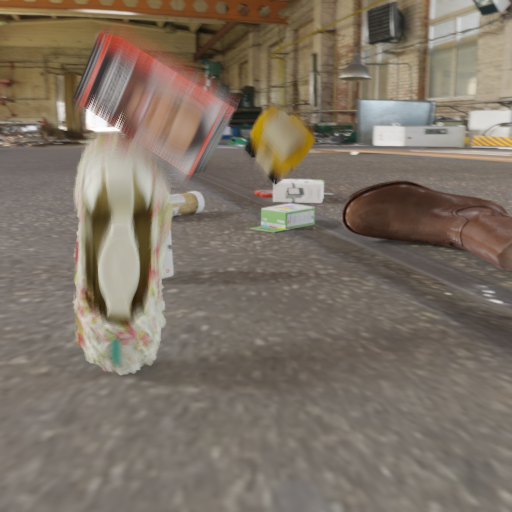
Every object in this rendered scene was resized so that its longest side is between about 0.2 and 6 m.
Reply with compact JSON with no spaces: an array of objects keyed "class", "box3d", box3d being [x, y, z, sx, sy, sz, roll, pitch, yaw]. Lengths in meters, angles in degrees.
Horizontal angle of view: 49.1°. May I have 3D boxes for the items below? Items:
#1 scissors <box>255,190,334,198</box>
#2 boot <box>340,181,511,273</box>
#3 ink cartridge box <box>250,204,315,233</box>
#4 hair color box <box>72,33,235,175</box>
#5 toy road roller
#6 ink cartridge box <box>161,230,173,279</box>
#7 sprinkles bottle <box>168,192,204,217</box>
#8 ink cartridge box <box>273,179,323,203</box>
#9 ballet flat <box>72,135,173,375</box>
[{"class":"scissors","box3d":[1.112,-1.876,16.617,2.267,0.158,0.829,-3,12,-6]},{"class":"boot","box3d":[3.238,-0.360,8.895,3.165,1.091,3.396,-2,18,-6]},{"class":"ink cartridge box","box3d":[0.563,-0.812,11.824,0.699,0.399,1.347,13,19,42]},{"class":"hair color box","box3d":[-1.087,-1.599,5.913,1.544,0.784,0.473,33,21,8]},{"class":"toy road roller","box3d":[0.545,-2.047,9.769,1.090,0.918,1.494,-40,-1,-20]},{"class":"ink cartridge box","box3d":[-1.564,-0.112,7.966,0.653,0.894,0.377,-12,16,-42]},{"class":"sprinkles bottle","box3d":[-1.940,-1.162,12.959,0.532,0.532,1.560,13,19,41]},{"class":"ink cartridge box","box3d":[1.170,-1.798,15.476,1.321,0.555,0.961,2,14,9]},{"class":"ballet flat","box3d":[-1.260,-0.246,5.365,1.026,2.713,0.867,-4,-27,-13]}]
